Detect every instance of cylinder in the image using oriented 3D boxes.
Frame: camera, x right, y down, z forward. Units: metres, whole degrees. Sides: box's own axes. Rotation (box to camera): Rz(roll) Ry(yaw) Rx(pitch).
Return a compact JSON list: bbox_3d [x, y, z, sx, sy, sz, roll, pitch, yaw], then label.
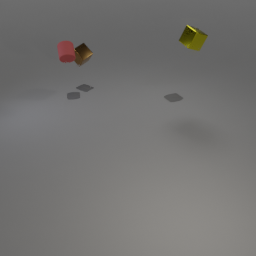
[{"bbox_3d":[-2.693,-3.322,12.239,0.700,0.700,0.700,-8,74,-13],"label":"cylinder"}]

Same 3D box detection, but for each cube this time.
[{"bbox_3d":[2.632,-3.628,11.323,0.700,0.700,0.700,-1,41,-37],"label":"cube"},{"bbox_3d":[-2.260,-3.558,13.631,0.700,0.700,0.700,48,59,-4],"label":"cube"}]
